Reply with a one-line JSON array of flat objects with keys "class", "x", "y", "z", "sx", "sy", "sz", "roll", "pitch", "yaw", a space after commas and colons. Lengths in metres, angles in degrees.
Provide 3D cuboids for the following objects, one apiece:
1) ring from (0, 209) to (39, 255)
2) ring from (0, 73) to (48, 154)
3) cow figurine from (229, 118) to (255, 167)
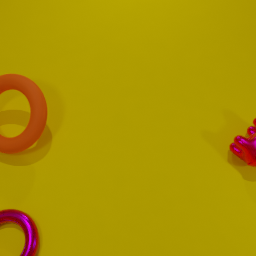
[{"class": "ring", "x": -2.536, "y": 2.378, "z": 5.758, "sx": 1.398, "sy": 0.280, "sz": 1.398, "roll": -1, "pitch": 63, "yaw": 1}, {"class": "ring", "x": -2.751, "y": -0.340, "z": 6.544, "sx": 1.872, "sy": 0.374, "sz": 1.872, "roll": -1, "pitch": 88, "yaw": 13}, {"class": "cow figurine", "x": 3.366, "y": 0.464, "z": 6.404, "sx": 1.572, "sy": 0.863, "sz": 1.547, "roll": -38, "pitch": 66, "yaw": -17}]
